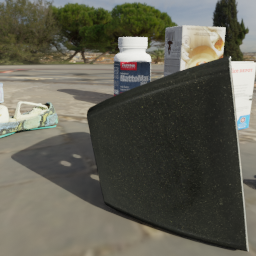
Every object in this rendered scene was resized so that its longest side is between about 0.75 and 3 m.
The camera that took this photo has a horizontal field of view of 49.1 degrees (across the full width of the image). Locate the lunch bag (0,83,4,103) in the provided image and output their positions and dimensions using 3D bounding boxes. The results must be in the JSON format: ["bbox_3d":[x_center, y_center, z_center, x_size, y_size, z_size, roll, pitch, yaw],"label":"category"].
[{"bbox_3d":[-5.550,-1.294,10.490,1.315,0.985,1.550,-1,5,-10],"label":"lunch bag"}]

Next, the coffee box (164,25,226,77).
[{"bbox_3d":[1.983,-1.699,8.667,1.530,2.675,1.066,-6,16,-20],"label":"coffee box"}]

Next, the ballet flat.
[{"bbox_3d":[-2.860,-0.248,6.999,0.859,0.859,2.313,14,21,41],"label":"ballet flat"}]

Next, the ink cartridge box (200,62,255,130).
[{"bbox_3d":[2.510,-0.823,7.244,1.274,1.745,0.735,-8,17,-27],"label":"ink cartridge box"}]

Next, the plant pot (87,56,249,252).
[{"bbox_3d":[0.582,0.166,3.751,1.713,1.927,1.931,-5,13,22],"label":"plant pot"}]

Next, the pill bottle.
[{"bbox_3d":[0.166,-2.287,11.150,1.492,2.494,1.492,0,15,0],"label":"pill bottle"}]
